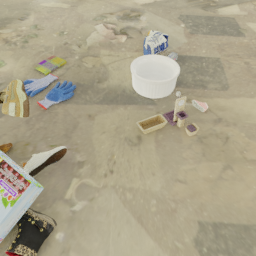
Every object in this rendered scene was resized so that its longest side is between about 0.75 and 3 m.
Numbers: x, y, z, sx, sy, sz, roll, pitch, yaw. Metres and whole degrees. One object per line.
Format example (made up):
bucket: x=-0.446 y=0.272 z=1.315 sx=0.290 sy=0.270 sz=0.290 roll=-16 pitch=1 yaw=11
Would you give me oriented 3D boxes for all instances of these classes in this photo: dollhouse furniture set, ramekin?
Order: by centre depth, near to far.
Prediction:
dollhouse furniture set: x=1.556 y=-0.426 z=11.057 sx=2.095 sy=1.487 sz=1.660 roll=-20 pitch=48 yaw=-19
ramekin: x=1.246 y=-2.431 z=13.317 sx=2.291 sy=1.117 sz=2.291 roll=1 pitch=45 yaw=-1

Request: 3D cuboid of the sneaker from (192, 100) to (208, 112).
sneaker: x=3.247 y=-1.047 z=12.538 sx=0.401 sy=0.289 sz=0.767 roll=-31 pitch=58 yaw=-25

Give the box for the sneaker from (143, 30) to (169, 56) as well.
sneaker: x=1.594 y=-4.665 z=15.622 sx=1.255 sy=1.072 sz=2.849 roll=10 pitch=46 yaw=10

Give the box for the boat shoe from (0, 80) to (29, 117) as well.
boat shoe: x=-3.440 y=-0.931 z=8.173 sx=0.847 sy=0.797 sz=2.225 roll=-5 pitch=22 yaw=-25

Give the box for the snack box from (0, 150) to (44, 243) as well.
snack box: x=-4.405 y=1.839 z=8.234 sx=2.912 sy=0.985 sz=2.455 roll=35 pitch=79 yaw=19

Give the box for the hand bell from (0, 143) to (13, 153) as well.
hand bell: x=-5.054 y=1.056 z=10.166 sx=1.038 sy=1.038 sz=1.994 roll=24 pitch=38 yaw=22

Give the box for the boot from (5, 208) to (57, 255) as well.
boot: x=-3.136 y=3.052 z=8.198 sx=1.734 sy=0.634 sz=1.305 roll=17 pitch=46 yaw=8

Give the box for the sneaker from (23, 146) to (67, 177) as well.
sneaker: x=-3.054 y=1.035 z=10.210 sx=1.667 sy=0.607 sz=0.706 roll=-32 pitch=56 yaw=-26

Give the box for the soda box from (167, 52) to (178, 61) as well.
soda box: x=2.280 y=-3.705 z=15.151 sx=0.341 sy=0.367 sz=1.076 roll=27 pitch=51 yaw=24

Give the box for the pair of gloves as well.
pair of gloves: x=-3.879 y=-1.871 z=13.368 sx=2.618 sy=0.298 sz=2.105 roll=29 pitch=52 yaw=25

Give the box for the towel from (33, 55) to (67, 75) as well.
towel: x=-4.140 y=-3.389 z=14.978 sx=1.118 sy=0.177 sz=1.557 roll=28 pitch=52 yaw=25
